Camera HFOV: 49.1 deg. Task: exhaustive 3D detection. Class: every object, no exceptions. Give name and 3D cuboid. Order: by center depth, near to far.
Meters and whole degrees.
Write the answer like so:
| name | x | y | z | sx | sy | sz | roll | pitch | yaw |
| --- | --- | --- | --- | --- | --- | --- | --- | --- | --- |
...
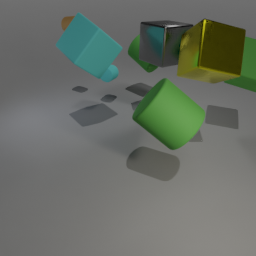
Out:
| name | x | y | z | sx | sy | sz | roll | pitch | yaw |
| --- | --- | --- | --- | --- | --- | --- | --- | --- | --- |
| cylinder | 1.068 | -0.364 | 7.484 | 1.400 | 1.400 | 1.400 | 38 | 30 | -10 |
| cube | 2.471 | -2.238 | 8.479 | 1.400 | 1.400 | 1.400 | 8 | -2 | -15 |
| cube | -1.355 | -2.844 | 9.803 | 1.400 | 1.400 | 1.400 | 46 | 13 | 32 |
| cube | 4.559 | -2.286 | 10.332 | 1.400 | 1.400 | 1.400 | 20 | -2 | 9 |
| cube | 1.384 | -3.178 | 10.450 | 1.400 | 1.400 | 1.400 | -17 | 33 | -32 |
| cylinder | -2.445 | -4.539 | 12.302 | 0.700 | 0.700 | 0.700 | 13 | 31 | 36 |
| cylinder | -0.892 | -2.574 | 13.215 | 0.700 | 0.700 | 0.700 | 11 | 27 | 19 |
| cylinder | 0.951 | -3.665 | 13.621 | 1.400 | 1.400 | 1.400 | 46 | 46 | 14 |
